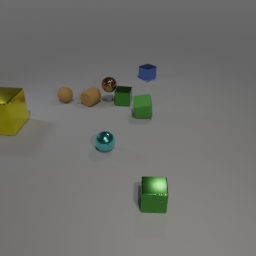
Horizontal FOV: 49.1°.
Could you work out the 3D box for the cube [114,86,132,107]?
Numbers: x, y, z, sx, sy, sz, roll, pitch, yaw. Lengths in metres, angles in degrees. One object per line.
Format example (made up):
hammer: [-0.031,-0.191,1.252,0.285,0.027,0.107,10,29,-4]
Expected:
cube: [-0.209,-1.463,12.846,0.700,0.700,0.700,6,33,8]

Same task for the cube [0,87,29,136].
cube: [-4.918,-0.687,10.945,1.400,1.400,1.400,4,33,6]

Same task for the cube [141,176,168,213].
cube: [0.708,1.817,7.647,0.700,0.700,0.700,2,32,2]

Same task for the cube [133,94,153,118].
cube: [0.629,-0.904,11.680,0.700,0.700,0.700,-6,50,10]

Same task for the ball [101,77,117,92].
ball: [-0.847,-1.949,12.592,0.700,0.700,0.700,0,32,0]

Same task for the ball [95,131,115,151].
ball: [-0.798,0.456,9.772,0.700,0.700,0.700,0,32,0]

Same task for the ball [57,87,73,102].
ball: [-2.892,-1.552,12.910,0.700,0.700,0.700,0,32,0]

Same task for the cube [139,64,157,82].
cube: [1.071,-3.044,15.328,0.700,0.700,0.700,-25,39,-34]

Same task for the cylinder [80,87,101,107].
cylinder: [-1.688,-1.434,12.739,0.700,0.700,0.700,20,41,28]
